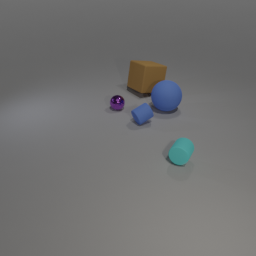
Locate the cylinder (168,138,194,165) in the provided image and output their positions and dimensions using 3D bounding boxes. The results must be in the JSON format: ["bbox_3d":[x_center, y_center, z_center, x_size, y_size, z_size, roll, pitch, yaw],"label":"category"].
[{"bbox_3d":[1.802,0.779,9.439,0.700,0.700,0.700,14,32,23],"label":"cylinder"}]

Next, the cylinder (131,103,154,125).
[{"bbox_3d":[0.605,-0.600,11.827,0.700,0.700,0.700,-32,38,-12],"label":"cylinder"}]

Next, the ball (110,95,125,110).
[{"bbox_3d":[-0.496,-1.181,12.994,0.700,0.700,0.700,0,30,0],"label":"ball"}]

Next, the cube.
[{"bbox_3d":[0.968,-2.680,14.583,1.400,1.400,1.400,-6,25,-33],"label":"cube"}]

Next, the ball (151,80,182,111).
[{"bbox_3d":[1.750,-1.464,12.740,1.400,1.400,1.400,0,30,0],"label":"ball"}]
